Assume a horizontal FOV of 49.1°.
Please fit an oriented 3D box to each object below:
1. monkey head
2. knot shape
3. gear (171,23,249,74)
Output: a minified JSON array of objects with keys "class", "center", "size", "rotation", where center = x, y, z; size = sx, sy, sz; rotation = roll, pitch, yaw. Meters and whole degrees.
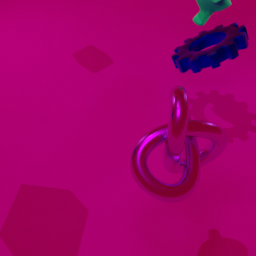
[{"class":"monkey head","center":[1.783,-2.940,6.378],"size":[1.018,0.853,1.415],"rotation":[-50,47,14]},{"class":"knot shape","center":[0.751,0.143,4.018],"size":[1.596,1.494,0.738],"rotation":[-20,22,-36]},{"class":"gear","center":[1.993,-1.987,6.927],"size":[1.810,0.335,1.810],"rotation":[-22,30,13]}]
